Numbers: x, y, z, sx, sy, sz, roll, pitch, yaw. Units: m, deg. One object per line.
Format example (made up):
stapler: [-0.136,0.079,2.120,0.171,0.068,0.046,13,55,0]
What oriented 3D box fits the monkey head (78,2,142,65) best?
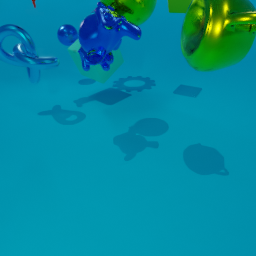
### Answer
monkey head: [-0.340,-1.602,4.872,1.005,0.842,1.397,22,38,-15]

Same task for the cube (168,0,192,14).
cube: [1.713,-3.919,7.953,0.941,0.941,0.941,14,53,26]

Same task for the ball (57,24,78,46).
ball: [-2.229,-3.430,10.358,0.768,0.768,0.768,0,29,0]

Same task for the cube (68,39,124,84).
cube: [-1.037,-2.397,9.294,1.160,1.160,1.160,27,67,33]

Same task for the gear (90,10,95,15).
gear: [-0.307,-3.896,9.358,1.852,0.342,1.852,-10,30,6]

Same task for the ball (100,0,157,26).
ball: [0.004,-2.465,5.289,1.088,1.088,1.088,0,29,0]

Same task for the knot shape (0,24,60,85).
knot shape: [-2.602,-1.854,7.446,1.660,1.774,0.820,21,71,27]

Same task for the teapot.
teapot: [1.359,-1.422,4.178,0.957,1.216,1.955,5,7,-13]

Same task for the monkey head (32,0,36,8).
monkey head: [-2.390,-3.437,6.906,0.648,1.076,0.774,-3,53,-33]

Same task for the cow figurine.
cow figurine: [-0.570,-1.632,5.674,0.953,0.523,0.938,-6,71,-22]
